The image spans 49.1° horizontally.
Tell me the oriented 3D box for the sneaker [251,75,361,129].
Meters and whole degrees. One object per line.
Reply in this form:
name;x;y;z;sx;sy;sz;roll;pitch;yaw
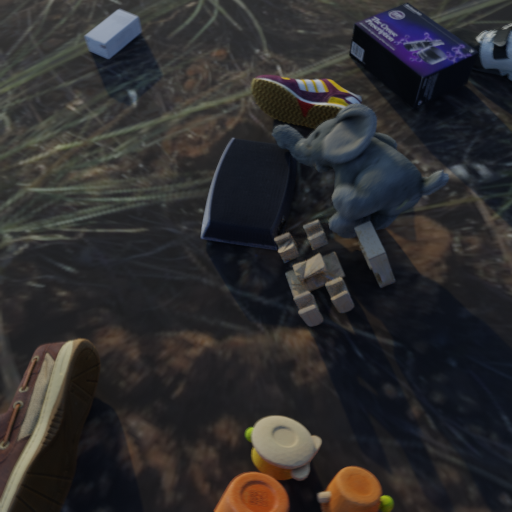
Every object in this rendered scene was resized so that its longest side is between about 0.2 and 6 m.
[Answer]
sneaker;0.912;-2.868;10.184;2.007;0.752;0.904;24;50;8

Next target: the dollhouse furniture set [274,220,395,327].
dollhouse furniture set;1.178;0.210;8.154;1.427;0.929;1.311;-24;56;9

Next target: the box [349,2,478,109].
box;2.971;-3.891;10.779;1.398;0.781;1.981;-27;59;-20

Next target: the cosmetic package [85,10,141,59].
cosmetic package;-2.906;-4.531;11.442;0.548;0.399;1.078;28;62;18

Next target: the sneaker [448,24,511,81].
sneaker;4.915;-4.037;10.663;2.636;1.167;0.977;29;62;20

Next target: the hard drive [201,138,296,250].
hard drive;-0.083;-1.085;9.081;1.370;0.430;2.031;9;56;6

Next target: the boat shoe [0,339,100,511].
boat shoe;-2.724;2.210;6.642;0.961;0.963;2.671;-1;55;14

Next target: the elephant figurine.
elephant figurine;1.438;-1.536;8.487;1.726;1.574;2.225;-12;70;-13

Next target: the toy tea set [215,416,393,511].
toy tea set;0.824;3.142;6.108;2.963;1.097;1.762;27;31;21
